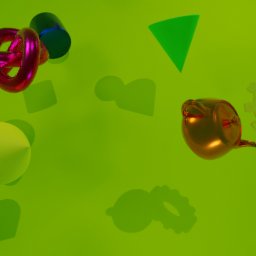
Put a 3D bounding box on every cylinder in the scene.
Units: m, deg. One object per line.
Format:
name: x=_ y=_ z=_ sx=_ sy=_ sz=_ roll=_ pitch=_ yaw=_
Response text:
cylinder: x=-2.053 y=-2.431 z=7.379 sx=0.894 sy=0.894 sz=0.894 roll=-25 pitch=54 yaw=-9

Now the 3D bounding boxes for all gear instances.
gear: x=2.708 y=-0.435 z=4.606 sx=1.450 sy=0.268 sz=1.450 roll=2 pitch=95 yaw=19

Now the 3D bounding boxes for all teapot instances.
teapot: x=1.588 y=0.001 z=4.968 sx=1.832 sy=0.897 sz=1.139 roll=31 pitch=60 yaw=-29

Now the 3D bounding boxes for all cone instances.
cone: x=1.286 y=-2.102 z=7.316 sx=1.329 sy=1.329 sz=1.334 roll=-12 pitch=103 yaw=-5
cone: x=-1.961 y=0.378 z=4.805 sx=1.167 sy=1.171 sz=1.167 roll=12 pitch=73 yaw=-43

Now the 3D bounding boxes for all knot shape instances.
knot shape: x=-2.589 y=-1.351 z=5.714 sx=1.877 sy=0.927 sz=2.006 roll=-26 pitch=36 yaw=-5
